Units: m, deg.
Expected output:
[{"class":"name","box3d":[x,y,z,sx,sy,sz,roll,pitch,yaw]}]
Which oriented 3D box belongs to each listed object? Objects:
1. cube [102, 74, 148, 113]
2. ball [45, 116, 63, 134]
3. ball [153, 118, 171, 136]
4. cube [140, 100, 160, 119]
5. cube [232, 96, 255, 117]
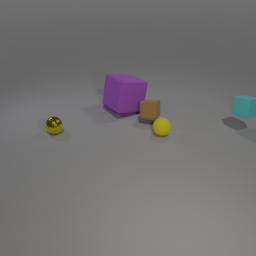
[{"class":"cube","box3d":[-0.155,-1.580,12.608,1.400,1.400,1.400,-6,26,-35]},{"class":"ball","box3d":[-2.928,-0.108,11.104,0.700,0.700,0.700,0,30,0]},{"class":"ball","box3d":[1.322,-0.053,10.931,0.700,0.700,0.700,0,30,0]},{"class":"cube","box3d":[0.941,-0.804,11.770,0.700,0.700,0.700,3,12,20]},{"class":"cube","box3d":[4.627,-0.857,10.971,0.700,0.700,0.700,-7,19,-32]}]
